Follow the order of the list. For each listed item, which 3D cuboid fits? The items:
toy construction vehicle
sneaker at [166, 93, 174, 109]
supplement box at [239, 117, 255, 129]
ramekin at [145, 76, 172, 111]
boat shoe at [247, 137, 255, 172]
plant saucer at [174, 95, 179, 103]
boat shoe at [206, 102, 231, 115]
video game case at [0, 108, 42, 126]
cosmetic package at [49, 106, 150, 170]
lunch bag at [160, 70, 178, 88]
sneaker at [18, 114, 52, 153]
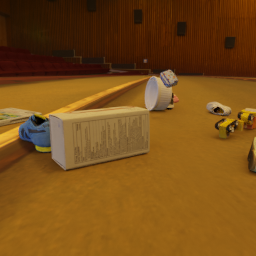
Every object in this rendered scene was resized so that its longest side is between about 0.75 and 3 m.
[{"bbox_3d":[4.457,-0.005,9.979,1.943,0.786,2.231,12,27,41],"label":"toy construction vehicle"},{"bbox_3d":[2.354,-1.758,16.418,0.738,1.005,2.222,2,14,4],"label":"sneaker"},{"bbox_3d":[5.365,-0.415,11.739,1.881,0.647,0.626,-14,20,-40],"label":"supplement box"},{"bbox_3d":[1.644,-1.826,15.154,0.895,1.835,1.835,4,12,-19],"label":"ramekin"},{"bbox_3d":[3.458,0.705,7.296,0.513,0.595,1.631,15,19,18],"label":"boat shoe"},{"bbox_3d":[2.482,-1.986,18.562,1.761,0.446,1.761,0,14,0],"label":"plant saucer"},{"bbox_3d":[4.470,-0.966,14.235,0.552,0.561,1.581,-4,21,-27],"label":"boat shoe"},{"bbox_3d":[-5.690,-0.541,12.990,2.479,0.273,2.260,10,17,33],"label":"video game case"},{"bbox_3d":[-0.748,0.167,7.844,2.611,1.349,1.139,-7,14,-32],"label":"cosmetic package"},{"bbox_3d":[1.882,-2.262,12.956,0.689,0.325,0.860,-20,62,-16],"label":"lunch bag"},{"bbox_3d":[-2.971,-0.032,9.254,0.908,1.080,2.755,-12,16,-33],"label":"sneaker"}]
